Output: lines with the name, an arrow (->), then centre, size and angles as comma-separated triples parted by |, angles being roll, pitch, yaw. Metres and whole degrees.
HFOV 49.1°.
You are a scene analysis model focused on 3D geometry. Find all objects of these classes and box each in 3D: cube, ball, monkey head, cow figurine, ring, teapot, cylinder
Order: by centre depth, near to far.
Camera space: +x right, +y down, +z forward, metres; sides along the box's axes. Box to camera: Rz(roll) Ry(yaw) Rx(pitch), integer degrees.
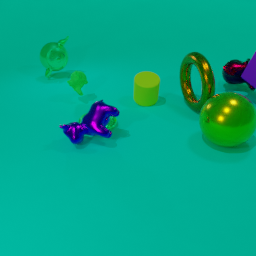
ball -> 2.508, -0.209, 7.062 | 1.393, 1.393, 1.393 | 0, 30, 0
cow figurine -> -1.000, -0.157, 7.163 | 1.299, 1.320, 0.724 | 20, -4, 8
ring -> -0.893, -0.186, 8.195 | 1.148, 0.230, 1.148 | 0, 30, 0
ring -> 2.112, -1.420, 8.705 | 0.372, 1.860, 1.860 | -12, 32, -12
cube -> 4.504, -1.857, 8.867 | 1.049, 1.049, 1.049 | -24, 58, -28
cylinder -> 0.612, -1.298, 9.293 | 0.841, 0.841, 0.841 | 0, 48, 0
monkey head -> -1.604, -1.506, 9.320 | 0.754, 0.631, 1.047 | 50, 3, 11
monkey head -> 4.058, -1.879, 10.262 | 1.081, 1.290, 1.793 | -16, -13, 26
teapot -> -2.921, -2.916, 11.394 | 1.184, 1.904, 0.932 | 23, 10, -36
